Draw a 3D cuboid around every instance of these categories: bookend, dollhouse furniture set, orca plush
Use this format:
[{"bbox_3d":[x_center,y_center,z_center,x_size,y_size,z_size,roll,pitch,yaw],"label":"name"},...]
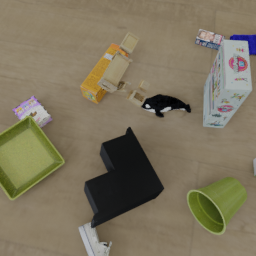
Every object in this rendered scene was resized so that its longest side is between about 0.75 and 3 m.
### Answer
[{"bbox_3d":[-0.561,1.700,9.996,2.649,1.220,2.632,-20,66,-21],"label":"bookend"},{"bbox_3d":[0.141,-1.838,9.203,1.585,0.996,1.792,31,84,-12],"label":"dollhouse furniture set"},{"bbox_3d":[1.634,-1.026,11.805,2.110,0.750,1.110,17,66,8],"label":"orca plush"}]

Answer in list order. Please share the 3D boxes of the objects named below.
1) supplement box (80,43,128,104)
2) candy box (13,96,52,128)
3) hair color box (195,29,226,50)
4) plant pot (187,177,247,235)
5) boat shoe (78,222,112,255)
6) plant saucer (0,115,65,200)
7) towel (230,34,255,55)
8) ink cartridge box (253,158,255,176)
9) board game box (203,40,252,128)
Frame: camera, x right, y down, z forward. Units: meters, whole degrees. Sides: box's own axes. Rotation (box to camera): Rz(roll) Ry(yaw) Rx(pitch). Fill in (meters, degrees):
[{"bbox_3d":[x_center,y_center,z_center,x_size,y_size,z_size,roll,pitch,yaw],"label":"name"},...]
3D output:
[{"bbox_3d":[-1.001,-2.438,12.396,0.932,0.901,2.709,25,67,12],"label":"supplement box"},{"bbox_3d":[-3.997,-0.552,11.745,1.068,0.456,1.273,-38,70,-16],"label":"candy box"},{"bbox_3d":[3.968,-4.258,13.535,1.299,0.393,0.650,19,66,9],"label":"hair color box"},{"bbox_3d":[3.239,2.537,9.807,1.610,1.696,1.696,-26,67,-26],"label":"plant pot"},{"bbox_3d":[-0.919,4.102,9.460,0.860,0.746,2.018,-23,57,-14],"label":"boat shoe"},{"bbox_3d":[-4.022,1.111,10.673,2.358,0.564,2.354,-36,85,-16],"label":"plant saucer"},{"bbox_3d":[5.791,-4.033,13.422,1.613,0.400,1.191,-3,64,-2],"label":"towel"},{"bbox_3d":[5.377,1.543,10.780,0.928,0.390,0.672,8,66,2],"label":"ink cartridge box"},{"bbox_3d":[3.715,-1.574,10.859,0.939,2.921,2.155,6,66,3],"label":"board game box"}]
